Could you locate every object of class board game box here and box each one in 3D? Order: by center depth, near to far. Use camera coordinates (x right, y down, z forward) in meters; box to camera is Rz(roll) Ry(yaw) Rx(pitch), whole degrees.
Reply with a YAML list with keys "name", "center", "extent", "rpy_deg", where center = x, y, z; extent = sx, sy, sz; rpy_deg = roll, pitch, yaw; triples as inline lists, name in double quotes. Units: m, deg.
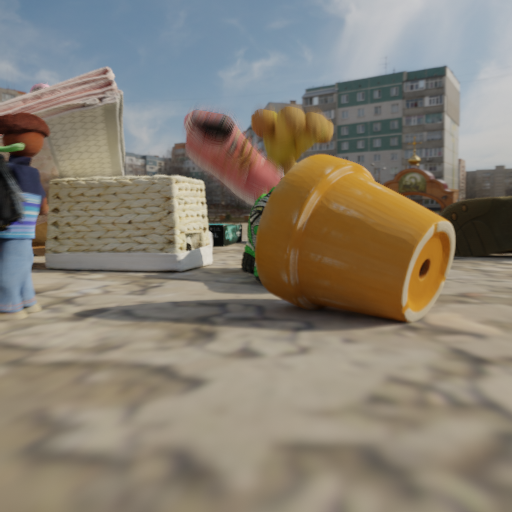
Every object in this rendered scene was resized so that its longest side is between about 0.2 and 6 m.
- name: "board game box"
  center: [-2.465, -0.577, 14.452]
  extent: [3.889, 0.548, 2.631]
  rpy_deg: [1, 4, 8]

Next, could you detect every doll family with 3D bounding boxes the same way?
- name: "doll family"
  center: [-1.815, -0.250, 3.357]
  extent: [1.021, 1.504, 2.601]
  rpy_deg: [-1, 4, -14]

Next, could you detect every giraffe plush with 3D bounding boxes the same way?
- name: "giraffe plush"
  center: [0.530, -2.008, 11.508]
  extent: [1.723, 1.619, 1.996]
  rpy_deg: [6, -1, -35]

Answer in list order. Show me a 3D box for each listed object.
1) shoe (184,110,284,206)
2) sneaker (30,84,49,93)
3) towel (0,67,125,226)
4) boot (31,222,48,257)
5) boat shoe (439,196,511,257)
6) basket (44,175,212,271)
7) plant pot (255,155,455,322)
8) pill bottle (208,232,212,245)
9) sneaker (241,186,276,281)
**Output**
- name: "shoe"
  center: [-0.338, -1.793, 10.472]
  extent: [2.416, 0.863, 1.099]
  rpy_deg: [33, -17, 10]
- name: "sneaker"
  center: [-3.387, -2.012, 9.439]
  extent: [0.646, 1.841, 0.755]
  rpy_deg: [-23, -1, -9]
- name: "towel"
  center: [-3.314, -1.022, 7.701]
  extent: [3.218, 0.543, 3.369]
  rpy_deg: [-26, -8, -17]
- name: "boot"
  center: [-4.468, -0.429, 9.970]
  extent: [2.464, 0.930, 0.907]
  rpy_deg: [-4, 7, -30]
- name: "boat shoe"
  center: [5.022, -0.593, 9.757]
  extent: [3.509, 1.263, 1.185]
  rpy_deg: [-1, 5, 25]
- name: "basket"
  center: [-1.755, -0.461, 7.907]
  extent: [2.043, 1.260, 1.385]
  rpy_deg: [1, 4, 14]
- name: "plant pot"
  center: [0.784, -0.049, 4.129]
  extent: [1.088, 1.189, 1.189]
  rpy_deg: [24, 18, 37]
- name: "pill bottle"
  center: [-1.229, -0.220, 10.202]
  extent: [0.823, 0.448, 0.448]
  rpy_deg: [0, 4, 4]
- name: "sneaker"
  center: [0.376, -0.304, 6.487]
  extent: [1.069, 1.167, 2.740]
  rpy_deg: [-1, 5, -16]
